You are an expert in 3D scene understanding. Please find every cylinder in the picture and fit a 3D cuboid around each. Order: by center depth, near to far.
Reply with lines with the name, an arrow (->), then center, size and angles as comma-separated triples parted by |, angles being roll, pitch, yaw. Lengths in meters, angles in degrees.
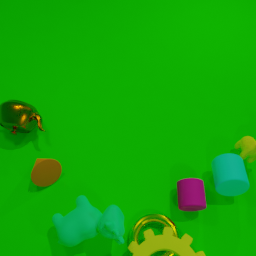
cylinder -> 1.635, 1.736, 7.257 | 0.701, 0.701, 0.701 | 0, 62, 0
cylinder -> 2.674, 1.233, 7.374 | 0.821, 0.821, 0.821 | 3, 46, 2

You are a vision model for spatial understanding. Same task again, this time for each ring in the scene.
ring -> 0.657, 2.735, 6.912 | 1.257, 0.251, 1.257 | -2, 62, 4

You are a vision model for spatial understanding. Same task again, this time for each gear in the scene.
gear -> 0.823, 3.255, 6.249 | 1.923, 0.356, 1.923 | -2, 61, 3

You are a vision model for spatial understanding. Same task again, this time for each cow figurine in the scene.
cow figurine -> -0.885, 2.299, 6.508 | 1.582, 0.868, 1.557 | -34, 38, -13
cow figurine -> 3.469, 0.495, 7.648 | 0.548, 0.983, 0.999 | 22, 33, -18

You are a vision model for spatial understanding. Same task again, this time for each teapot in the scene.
teapot -> -3.133, -0.236, 8.095 | 1.878, 1.168, 0.920 | 5, 71, 16

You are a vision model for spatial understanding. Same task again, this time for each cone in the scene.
cone -> -2.406, 1.051, 7.813 | 0.841, 0.841, 0.844 | -35, 39, -18
